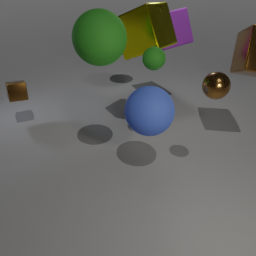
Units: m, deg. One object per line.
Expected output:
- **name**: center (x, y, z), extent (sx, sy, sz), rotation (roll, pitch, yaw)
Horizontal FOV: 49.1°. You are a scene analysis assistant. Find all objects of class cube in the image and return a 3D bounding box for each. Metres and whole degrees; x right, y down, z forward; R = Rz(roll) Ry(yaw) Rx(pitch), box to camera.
- **cube**: center (4.327, -2.410, 9.042), extent (1.400, 1.400, 1.400), rotation (9, 8, 0)
- **cube**: center (0.589, -3.224, 9.333), extent (1.400, 1.400, 1.400), rotation (-7, 18, 39)
- **cube**: center (-4.342, -1.448, 10.935), extent (0.700, 0.700, 0.700), rotation (-12, 20, -24)
- **cube**: center (1.711, -4.108, 11.905), extent (1.400, 1.400, 1.400), rotation (-20, 14, -16)

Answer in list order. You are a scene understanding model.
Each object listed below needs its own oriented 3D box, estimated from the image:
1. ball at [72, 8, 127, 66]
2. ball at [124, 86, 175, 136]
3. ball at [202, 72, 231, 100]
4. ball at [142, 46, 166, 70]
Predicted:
- **ball**: center (-0.725, -2.296, 7.149), extent (1.400, 1.400, 1.400), rotation (0, 30, 0)
- **ball**: center (0.598, -0.471, 7.826), extent (1.400, 1.400, 1.400), rotation (0, 30, 0)
- **ball**: center (2.242, -1.075, 7.117), extent (0.700, 0.700, 0.700), rotation (0, 30, 0)
- **ball**: center (0.780, -2.088, 8.418), extent (0.700, 0.700, 0.700), rotation (0, 30, 0)
